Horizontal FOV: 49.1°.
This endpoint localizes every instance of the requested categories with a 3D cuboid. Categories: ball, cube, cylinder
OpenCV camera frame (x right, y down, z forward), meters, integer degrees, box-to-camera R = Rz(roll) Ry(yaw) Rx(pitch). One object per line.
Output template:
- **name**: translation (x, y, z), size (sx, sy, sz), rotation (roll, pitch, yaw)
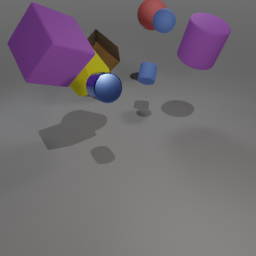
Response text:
- **ball**: translation (1.088, -3.226, 8.437), size (0.700, 0.700, 0.700), rotation (0, 30, 0)
- **cube**: translation (-2.009, -2.089, 7.349), size (1.400, 1.400, 1.400), rotation (-3, 58, -54)
- **cube**: translation (-1.358, -3.289, 12.721), size (1.400, 1.400, 1.400), rotation (33, 30, -30)
- **cylinder**: translation (0.790, -2.203, 11.355), size (0.700, 0.700, 0.700), rotation (10, -13, 2)
- **cylinder**: translation (-0.583, -0.982, 6.706), size (0.700, 0.700, 0.700), rotation (-13, 17, -21)
- **ball**: translation (1.134, -5.281, 13.035), size (1.400, 1.400, 1.400), rotation (0, 30, 0)
- **cylinder**: translation (-1.573, -2.007, 9.227), size (1.400, 1.400, 1.400), rotation (-29, 32, 21)
- **cylinder**: translation (2.565, -2.963, 9.612), size (1.400, 1.400, 1.400), rotation (8, 47, -9)
